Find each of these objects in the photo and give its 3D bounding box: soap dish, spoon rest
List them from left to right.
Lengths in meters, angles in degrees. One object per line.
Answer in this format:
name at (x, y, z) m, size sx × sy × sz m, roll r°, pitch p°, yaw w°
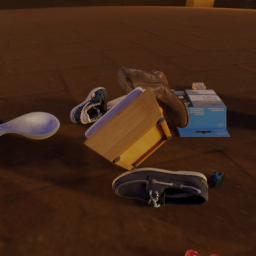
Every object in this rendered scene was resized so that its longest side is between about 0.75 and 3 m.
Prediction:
spoon rest at (-3.737, 0.116, 9.804) m, size 2.852 × 0.864 × 1.417 m, roll -29°, pitch 54°, yaw -37°
soap dish at (0.175, 0.186, 7.766) m, size 2.068 × 2.629 × 1.068 m, roll -41°, pitch 69°, yaw 1°

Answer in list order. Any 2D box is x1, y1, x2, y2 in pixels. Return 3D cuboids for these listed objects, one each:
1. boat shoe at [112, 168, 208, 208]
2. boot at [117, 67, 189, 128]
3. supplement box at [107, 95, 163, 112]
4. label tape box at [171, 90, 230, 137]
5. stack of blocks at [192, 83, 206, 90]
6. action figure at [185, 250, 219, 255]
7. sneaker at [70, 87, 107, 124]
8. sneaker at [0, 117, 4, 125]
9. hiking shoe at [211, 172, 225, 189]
boat shoe at (0.825, 1.614, 7.246) m, size 2.509 × 0.911 × 0.787 m, roll -1°, pitch 35°, yaw 3°
boot at (0.862, -0.898, 9.103) m, size 2.409 × 0.830 × 2.584 m, roll 59°, pitch 29°, yaw 9°
supplement box at (0.249, -0.602, 11.114) m, size 1.899 × 0.698 × 1.197 m, roll 23°, pitch 33°, yaw 32°
label tape box at (2.833, -0.688, 11.309) m, size 1.936 × 0.850 × 2.685 m, roll -1°, pitch 30°, yaw -1°
stack of blocks at (3.637, -2.000, 14.163) m, size 0.536 × 0.272 × 0.930 m, roll -1°, pitch 30°, yaw -2°
action figure at (2.328, 2.940, 5.296) m, size 2.584 × 0.668 × 0.845 m, roll 13°, pitch 35°, yaw 26°
sneaker at (-1.346, -0.897, 11.650) m, size 0.914 × 0.903 × 2.303 m, roll 11°, pitch 42°, yaw 27°
sneaker at (-5.585, 0.223, 9.924) m, size 2.336 × 0.887 × 1.060 m, roll -22°, pitch 46°, yaw -22°
hiking shoe at (2.549, 1.518, 8.108) m, size 0.331 × 0.284 × 0.764 m, roll 10°, pitch 21°, yaw 31°
